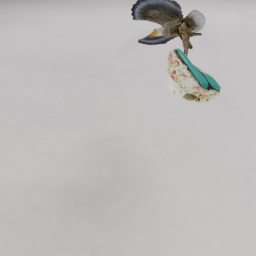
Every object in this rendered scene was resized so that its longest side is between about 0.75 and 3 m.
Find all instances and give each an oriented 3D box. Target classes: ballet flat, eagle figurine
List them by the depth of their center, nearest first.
[{"bbox_3d":[1.088,-0.754,4.875,1.953,0.624,0.739,14,44,-54],"label":"ballet flat"},{"bbox_3d":[1.172,-3.177,8.823,1.578,1.587,2.092,8,24,-42],"label":"eagle figurine"}]
